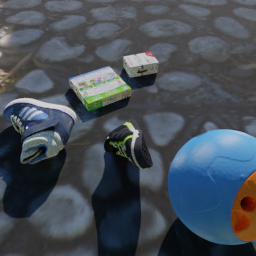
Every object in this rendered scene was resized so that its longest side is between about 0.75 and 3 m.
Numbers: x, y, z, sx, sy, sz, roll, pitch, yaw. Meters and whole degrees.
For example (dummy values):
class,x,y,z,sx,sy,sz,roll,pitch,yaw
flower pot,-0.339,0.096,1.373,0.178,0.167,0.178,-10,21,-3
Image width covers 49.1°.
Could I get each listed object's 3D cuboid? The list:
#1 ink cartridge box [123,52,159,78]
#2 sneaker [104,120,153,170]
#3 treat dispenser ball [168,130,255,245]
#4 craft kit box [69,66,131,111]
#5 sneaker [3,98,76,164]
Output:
class,x,y,z,sx,sy,sz,roll,pitch,yaw
ink cartridge box,0.386,-1.992,8.792,0.941,0.394,0.679,-13,47,-15
sneaker,-0.056,0.423,5.892,0.870,0.753,2.100,-20,13,0
treat dispenser ball,1.640,0.974,4.789,1.898,1.898,1.898,0,45,0
craft kit box,-0.812,-1.180,8.078,1.354,0.328,1.337,-22,47,-20
sneaker,-2.285,0.102,6.358,2.011,0.810,1.472,6,47,17
